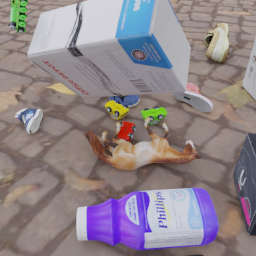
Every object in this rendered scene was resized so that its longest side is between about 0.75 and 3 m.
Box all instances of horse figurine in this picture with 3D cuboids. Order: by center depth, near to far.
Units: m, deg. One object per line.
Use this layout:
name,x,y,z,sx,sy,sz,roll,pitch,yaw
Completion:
horse figurine,0.289,0.494,7.681,2.887,0.720,1.913,-7,41,-9

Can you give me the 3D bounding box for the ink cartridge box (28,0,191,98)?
ink cartridge box,-0.348,-1.698,6.270,2.948,2.132,1.241,0,70,28

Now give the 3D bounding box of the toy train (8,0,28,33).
toy train,-2.201,-2.415,5.646,0.322,0.239,1.143,3,69,-16

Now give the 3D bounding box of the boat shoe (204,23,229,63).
boat shoe,4.014,-4.062,12.863,0.981,1.094,2.955,11,41,5

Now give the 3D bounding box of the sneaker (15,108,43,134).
sneaker,-3.214,-0.220,8.797,0.798,0.439,1.090,0,41,7

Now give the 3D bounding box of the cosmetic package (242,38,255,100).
cosmetic package,5.953,-1.971,9.316,2.915,2.403,2.405,-6,39,-8

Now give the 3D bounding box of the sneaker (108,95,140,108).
sneaker,-0.765,-2.028,9.965,2.910,1.681,1.176,27,46,29

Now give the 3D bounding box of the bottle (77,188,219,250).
bottle,0.365,1.899,5.844,2.798,0.913,1.169,-2,41,-3

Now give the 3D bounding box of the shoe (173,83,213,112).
shoe,2.390,-1.114,9.741,0.718,0.564,1.578,-35,48,-31

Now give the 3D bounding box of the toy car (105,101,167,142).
toy car,0.325,-0.262,8.825,1.858,0.440,1.974,-9,41,-12

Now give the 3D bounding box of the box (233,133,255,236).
box,4.041,1.280,6.096,2.891,1.534,1.767,4,40,4
